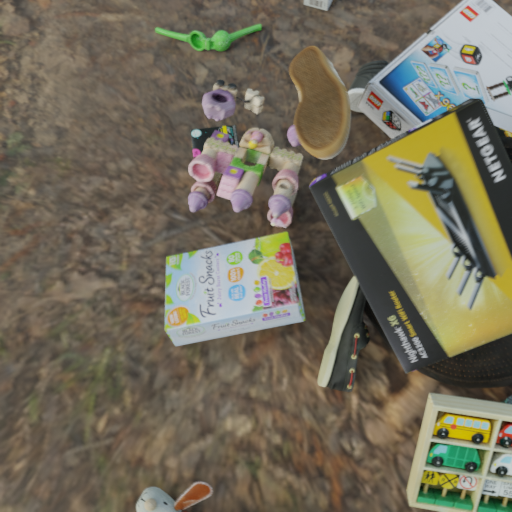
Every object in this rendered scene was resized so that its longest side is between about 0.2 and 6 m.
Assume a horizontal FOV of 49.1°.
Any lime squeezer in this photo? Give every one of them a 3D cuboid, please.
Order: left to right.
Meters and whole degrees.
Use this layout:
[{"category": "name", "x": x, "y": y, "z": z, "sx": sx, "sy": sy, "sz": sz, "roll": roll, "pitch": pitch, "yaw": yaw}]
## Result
[{"category": "lime squeezer", "x": -1.053, "y": -4.818, "z": 12.204, "sx": 2.357, "sy": 0.445, "sz": 0.832, "roll": -3, "pitch": 64, "yaw": 0}]

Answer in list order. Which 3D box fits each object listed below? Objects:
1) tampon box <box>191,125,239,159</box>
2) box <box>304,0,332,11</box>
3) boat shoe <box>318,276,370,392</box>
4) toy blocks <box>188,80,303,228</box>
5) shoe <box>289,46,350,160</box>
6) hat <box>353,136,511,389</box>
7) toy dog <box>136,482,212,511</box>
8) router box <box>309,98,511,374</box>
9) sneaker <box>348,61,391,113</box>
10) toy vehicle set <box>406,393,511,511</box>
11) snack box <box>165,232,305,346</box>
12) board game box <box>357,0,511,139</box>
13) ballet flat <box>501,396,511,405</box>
[{"category": "tampon box", "x": -0.779, "y": -2.058, "z": 10.780, "sx": 0.882, "sy": 0.557, "sz": 0.661, "roll": -8, "pitch": 64, "yaw": -4}, {"category": "box", "x": 1.443, "y": -6.010, "z": 12.687, "sx": 0.586, "sy": 0.589, "sz": 0.505, "roll": 20, "pitch": 64, "yaw": 10}, {"category": "boat shoe", "x": 1.469, "y": 1.229, "z": 8.769, "sx": 0.571, "sy": 0.667, "sz": 1.823, "roll": 14, "pitch": 94, "yaw": -1}, {"category": "toy blocks", "x": -0.201, "y": -1.399, "z": 9.363, "sx": 1.950, "sy": 2.086, "sz": 1.756, "roll": 18, "pitch": 46, "yaw": 5}, {"category": "shoe", "x": 1.070, "y": -2.329, "z": 8.671, "sx": 0.907, "sy": 0.692, "sz": 2.593, "roll": -28, "pitch": 43, "yaw": 25}, {"category": "hat", "x": 3.566, "y": 0.045, "z": 8.824, "sx": 3.917, "sy": 3.917, "sz": 1.580, "roll": 25, "pitch": 24, "yaw": 12}, {"category": "toy dog", "x": -0.704, "y": 3.847, "z": 7.649, "sx": 2.087, "sy": 1.005, "sz": 1.376, "roll": 3, "pitch": 64, "yaw": 2}, {"category": "router box", "x": 2.492, "y": -0.219, "z": 7.707, "sx": 2.405, "sy": 0.799, "sz": 3.059, "roll": -27, "pitch": 99, "yaw": 17}, {"category": "sneaker", "x": 2.949, "y": -3.350, "z": 11.287, "sx": 2.198, "sy": 0.777, "sz": 1.090, "roll": 12, "pitch": 63, "yaw": 5}, {"category": "toy vehicle set", "x": 3.638, "y": 2.945, "z": 7.882, "sx": 2.695, "sy": 0.357, "sz": 1.674, "roll": 7, "pitch": 106, "yaw": 4}, {"category": "snack box", "x": -0.375, "y": 0.510, "z": 8.962, "sx": 2.097, "sy": 0.556, "sz": 1.492, "roll": -12, "pitch": 49, "yaw": 6}, {"category": "board game box", "x": 4.787, "y": -2.133, "z": 10.104, "sx": 3.230, "sy": 0.886, "sz": 5.117, "roll": -42, "pitch": 82, "yaw": -16}, {"category": "ballet flat", "x": 5.051, "y": 2.290, "z": 8.389, "sx": 2.826, "sy": 1.049, "sz": 1.049, "roll": -19, "pitch": 65, "yaw": -5}]
